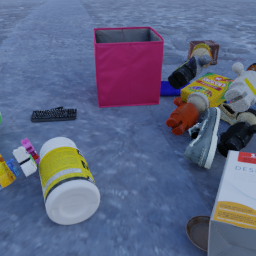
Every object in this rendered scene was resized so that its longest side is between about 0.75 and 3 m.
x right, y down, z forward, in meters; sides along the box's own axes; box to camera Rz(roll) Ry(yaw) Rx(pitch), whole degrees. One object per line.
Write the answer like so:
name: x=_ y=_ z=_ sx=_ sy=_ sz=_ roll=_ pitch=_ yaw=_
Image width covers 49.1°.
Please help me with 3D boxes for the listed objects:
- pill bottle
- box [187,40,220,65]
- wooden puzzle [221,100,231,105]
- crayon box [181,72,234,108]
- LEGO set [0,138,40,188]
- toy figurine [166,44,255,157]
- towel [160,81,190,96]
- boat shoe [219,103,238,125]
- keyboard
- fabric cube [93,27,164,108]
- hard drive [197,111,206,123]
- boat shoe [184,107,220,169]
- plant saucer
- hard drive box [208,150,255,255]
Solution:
pill bottle: x=-1.544 y=1.187 z=6.934 sx=1.217 sy=1.217 sz=2.129 roll=-12 pitch=34 yaw=-18
box: x=4.243 y=-4.249 z=15.817 sx=1.384 sy=1.148 sz=1.137 roll=-4 pitch=32 yaw=-7
wooden puzzle: x=4.278 y=-1.320 z=11.886 sx=1.245 sy=0.288 sz=1.153 roll=-10 pitch=33 yaw=-16
crayon box: x=3.223 y=-1.440 z=11.505 sx=2.311 sy=0.587 sz=1.467 roll=-34 pitch=44 yaw=-28
LEGO set: x=-2.879 y=0.711 z=6.886 sx=0.976 sy=1.050 sz=2.559 roll=-31 pitch=7 yaw=-14
toy figurine: x=2.793 y=-0.912 z=8.748 sx=2.931 sy=2.886 sz=2.039 roll=24 pitch=49 yaw=32
towel: x=2.081 y=-1.822 z=12.597 sx=1.581 sy=0.392 sz=1.168 roll=-3 pitch=31 yaw=-5
boat shoe: x=3.969 y=-0.400 z=10.129 sx=0.627 sy=0.563 sz=1.695 roll=-23 pitch=39 yaw=-33
keyboard: x=-2.813 y=-0.578 z=10.770 sx=1.669 sy=0.214 sz=1.002 roll=-3 pitch=32 yaw=-6
fabric cube: x=-0.072 y=-2.638 z=11.812 sx=2.638 sy=2.630 sz=2.588 roll=-4 pitch=31 yaw=-7
hard drive: x=2.800 y=-0.421 z=10.467 sx=0.545 sy=0.171 sz=0.807 roll=4 pitch=40 yaw=7
boat shoe: x=2.362 y=0.118 z=8.879 sx=0.867 sy=1.022 sz=2.808 roll=13 pitch=39 yaw=12
plant saucer: x=1.731 y=2.315 z=6.043 sx=0.992 sy=0.181 sz=0.992 roll=3 pitch=28 yaw=-2
hard drive box: x=2.968 y=1.653 z=5.845 sx=2.094 sy=1.032 sz=2.687 roll=6 pitch=26 yaw=24
